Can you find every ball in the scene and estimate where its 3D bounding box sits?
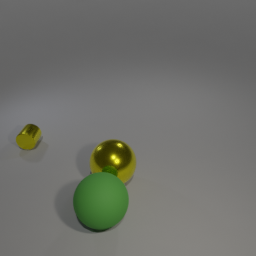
[{"bbox_3d":[-0.678,1.823,7.081,1.400,1.400,1.400,0,33,0],"label":"ball"},{"bbox_3d":[-0.445,1.026,8.345,1.400,1.400,1.400,0,33,0],"label":"ball"}]

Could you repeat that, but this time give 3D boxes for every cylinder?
[{"bbox_3d":[-3.575,0.311,10.111,0.700,0.700,0.700,3,31,4],"label":"cylinder"}]
